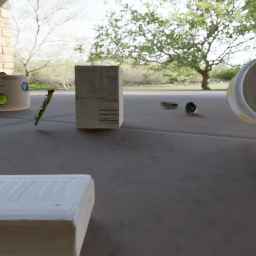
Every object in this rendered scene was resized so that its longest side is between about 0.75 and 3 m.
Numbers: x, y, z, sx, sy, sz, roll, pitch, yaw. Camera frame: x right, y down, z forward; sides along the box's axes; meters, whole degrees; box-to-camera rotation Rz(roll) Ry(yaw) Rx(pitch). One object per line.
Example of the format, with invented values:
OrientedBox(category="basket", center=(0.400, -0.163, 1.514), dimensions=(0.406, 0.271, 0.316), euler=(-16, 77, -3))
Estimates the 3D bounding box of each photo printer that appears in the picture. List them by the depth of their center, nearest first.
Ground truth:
OrientedBox(category="photo printer", center=(-1.008, 0.770, 2.540), dimensions=(1.295, 0.450, 1.077), euler=(-1, 11, 0))

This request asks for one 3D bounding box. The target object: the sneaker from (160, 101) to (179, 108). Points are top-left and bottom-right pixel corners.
OrientedBox(category="sneaker", center=(2.202, -1.222, 14.949), dimensions=(0.973, 0.356, 0.544), euler=(10, 8, 9))

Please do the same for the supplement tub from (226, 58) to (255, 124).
OrientedBox(category="supplement tub", center=(2.989, -0.795, 6.131), dimensions=(1.438, 1.438, 1.992), euler=(2, 2, 13))

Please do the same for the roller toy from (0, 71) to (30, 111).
OrientedBox(category="roller toy", center=(-6.285, -1.893, 14.131), dimensions=(2.694, 1.882, 2.457), euler=(8, 13, 41))

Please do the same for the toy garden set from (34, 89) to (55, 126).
OrientedBox(category="toy garden set", center=(-2.544, -0.670, 8.417), dimensions=(0.197, 0.987, 0.823), euler=(28, -41, -15))

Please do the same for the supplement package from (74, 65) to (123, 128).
OrientedBox(category="supplement package", center=(-0.884, -1.060, 9.175), dimensions=(1.381, 1.878, 1.796), euler=(0, 9, 3))

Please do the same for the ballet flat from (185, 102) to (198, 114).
OrientedBox(category="ballet flat", center=(2.800, -0.862, 12.363), dimensions=(0.577, 0.577, 1.580), euler=(2, 4, 12))
